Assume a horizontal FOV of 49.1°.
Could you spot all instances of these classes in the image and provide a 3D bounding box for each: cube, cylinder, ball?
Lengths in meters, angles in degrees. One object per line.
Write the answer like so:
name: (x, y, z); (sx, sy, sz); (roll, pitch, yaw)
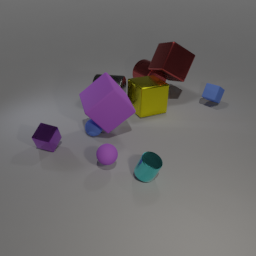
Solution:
cube: (2.090, -3.181, 13.543); (1.400, 1.400, 1.400); (23, 2, -27)
cylinder: (1.189, -2.929, 15.395); (1.400, 1.400, 1.400); (-18, 35, -28)
ball: (-1.353, -0.029, 11.101); (0.700, 0.700, 0.700); (0, 30, 0)
cube: (0.885, -1.483, 12.861); (1.400, 1.400, 1.400); (-12, 32, -23)
cube: (4.094, -1.672, 13.460); (0.700, 0.700, 0.700); (25, 7, 38)
ball: (-0.680, 0.855, 9.107); (0.700, 0.700, 0.700); (0, 30, 0)
cube: (-2.932, 0.344, 10.156); (0.700, 0.700, 0.700); (14, 57, 11)
cube: (-0.803, -0.960, 10.699); (1.400, 1.400, 1.400); (-38, 40, 11)
cylinder: (-0.885, -1.859, 13.531); (1.400, 1.400, 1.400); (6, 30, 9)
cylinder: (0.630, 1.211, 8.735); (0.700, 0.700, 0.700); (15, 41, -13)
